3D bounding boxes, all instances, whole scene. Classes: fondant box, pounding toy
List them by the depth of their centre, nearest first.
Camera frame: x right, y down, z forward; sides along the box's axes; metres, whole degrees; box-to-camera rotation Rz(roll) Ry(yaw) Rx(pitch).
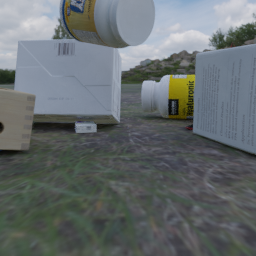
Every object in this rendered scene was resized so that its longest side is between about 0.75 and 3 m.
[{"bbox_3d":[-3.379,-0.122,5.597,2.244,1.595,2.065,5,6,-38],"label":"pounding toy"},{"bbox_3d":[-1.184,-0.038,7.759,0.544,0.220,0.754,-2,9,-13],"label":"fondant box"}]

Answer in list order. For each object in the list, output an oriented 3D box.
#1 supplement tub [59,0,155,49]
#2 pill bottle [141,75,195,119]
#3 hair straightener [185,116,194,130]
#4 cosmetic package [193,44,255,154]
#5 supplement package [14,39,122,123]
[{"bbox_3d":[-0.447,-2.356,5.810,1.763,1.276,1.276,23,23,40],"label":"supplement tub"},{"bbox_3d":[1.918,-1.091,9.851,2.764,1.538,1.538,2,11,12],"label":"pill bottle"},{"bbox_3d":[2.255,-0.358,8.330,1.660,0.639,0.340,-10,16,-44],"label":"hair straightener"},{"bbox_3d":[2.992,-0.715,6.309,2.074,2.086,2.493,-3,11,-17],"label":"cosmetic package"},{"bbox_3d":[-1.689,-1.333,8.401,2.815,2.193,1.561,1,-7,7],"label":"supplement package"}]
